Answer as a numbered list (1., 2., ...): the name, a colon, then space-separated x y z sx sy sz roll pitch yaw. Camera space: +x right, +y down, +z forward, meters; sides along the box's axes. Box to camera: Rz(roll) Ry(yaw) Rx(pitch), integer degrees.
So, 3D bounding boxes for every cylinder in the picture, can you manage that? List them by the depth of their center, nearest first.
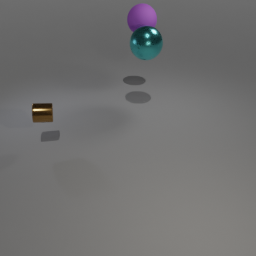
1. cylinder: -3.080 -0.548 10.124 0.700 0.700 0.700 -2 31 -14

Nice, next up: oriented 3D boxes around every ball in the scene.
1. ball: 0.763 -3.546 11.719 1.400 1.400 1.400 0 31 0
2. ball: 0.660 -5.122 13.240 1.400 1.400 1.400 0 31 0
